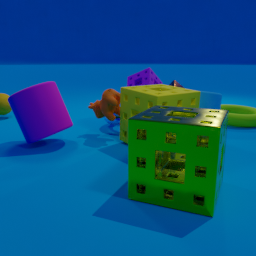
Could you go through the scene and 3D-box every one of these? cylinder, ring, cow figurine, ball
[{"bbox_3d":[2.126,-0.498,8.253,1.106,1.106,1.106,6,5,-1],"label":"cylinder"},{"bbox_3d":[3.725,-0.454,9.692,2.057,0.411,2.057,2,16,0],"label":"ring"},{"bbox_3d":[-0.605,-0.673,7.708,0.621,1.132,1.114,-28,54,-33],"label":"cow figurine"},{"bbox_3d":[0.223,-0.325,8.950,1.962,0.392,1.962,2,7,0],"label":"ring"},{"bbox_3d":[-2.190,-0.389,7.084,1.228,1.228,1.228,-22,6,2],"label":"cylinder"},{"bbox_3d":[-4.609,-0.867,10.223,0.804,0.804,0.804,0,14,0],"label":"ball"}]

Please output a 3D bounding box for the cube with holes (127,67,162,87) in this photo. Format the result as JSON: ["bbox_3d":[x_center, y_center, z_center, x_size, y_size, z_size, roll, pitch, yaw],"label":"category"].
[{"bbox_3d":[0.662,-1.491,10.878,1.020,1.020,1.020,-18,-38,29],"label":"cube with holes"}]

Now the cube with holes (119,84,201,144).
[{"bbox_3d":[0.755,-0.281,7.007,1.385,1.385,1.385,-10,21,-35],"label":"cube with holes"}]

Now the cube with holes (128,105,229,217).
[{"bbox_3d":[0.854,0.411,4.585,1.305,1.305,1.305,6,15,23],"label":"cube with holes"}]

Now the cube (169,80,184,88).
[{"bbox_3d":[1.632,-0.930,9.651,0.893,0.893,0.893,36,29,-13],"label":"cube"}]
